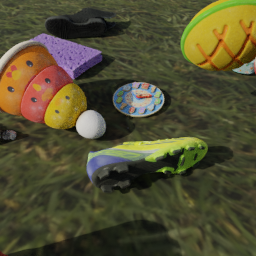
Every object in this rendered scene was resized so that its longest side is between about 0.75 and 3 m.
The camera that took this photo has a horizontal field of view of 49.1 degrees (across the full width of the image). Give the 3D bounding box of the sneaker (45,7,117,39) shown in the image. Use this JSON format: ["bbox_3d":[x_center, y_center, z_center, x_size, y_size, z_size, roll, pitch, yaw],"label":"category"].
[{"bbox_3d":[-1.925,-4.498,11.865,2.961,0.889,1.545,-1,43,-8],"label":"sneaker"}]

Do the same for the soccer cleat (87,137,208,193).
[{"bbox_3d":[0.442,0.579,6.385,2.836,0.917,1.186,-12,37,-14],"label":"soccer cleat"}]

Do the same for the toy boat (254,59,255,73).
[{"bbox_3d":[3.243,-1.273,5.257,1.251,1.253,1.917,29,71,32],"label":"toy boat"}]

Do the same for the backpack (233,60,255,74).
[{"bbox_3d":[3.984,-2.435,9.611,1.051,0.916,1.195,19,53,11],"label":"backpack"}]

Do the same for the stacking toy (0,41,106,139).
[{"bbox_3d":[-1.805,-0.719,7.341,2.952,2.157,2.157,31,49,9],"label":"stacking toy"}]

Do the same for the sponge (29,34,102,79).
[{"bbox_3d":[-2.560,-2.663,10.183,2.877,0.429,1.605,23,47,22],"label":"sponge"}]

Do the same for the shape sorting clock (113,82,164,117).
[{"bbox_3d":[0.313,-0.892,8.378,1.535,0.301,1.535,0,43,0],"label":"shape sorting clock"}]

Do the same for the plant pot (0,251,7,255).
[{"bbox_3d":[-2.396,2.321,3.756,1.981,1.926,1.981,0,43,0],"label":"plant pot"}]

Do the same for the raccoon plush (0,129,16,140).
[{"bbox_3d":[-3.687,0.115,7.305,1.332,0.644,0.892,10,20,-32],"label":"raccoon plush"}]

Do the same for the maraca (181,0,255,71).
[{"bbox_3d":[2.589,-2.175,6.444,2.735,1.875,1.463,-11,62,9],"label":"maraca"}]
